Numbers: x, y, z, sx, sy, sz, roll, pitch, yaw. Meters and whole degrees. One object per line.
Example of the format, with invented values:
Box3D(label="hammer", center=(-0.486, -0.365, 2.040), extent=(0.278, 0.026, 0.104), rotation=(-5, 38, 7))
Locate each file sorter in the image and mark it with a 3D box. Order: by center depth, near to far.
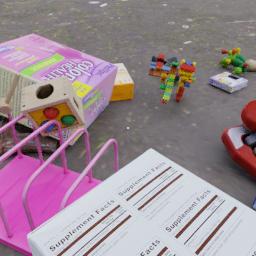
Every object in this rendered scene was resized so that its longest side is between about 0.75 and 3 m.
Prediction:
Box3D(label="file sorter", center=(-1.743, 0.910, 5.233), extent=(2.794, 1.752, 1.942), rotation=(15, 38, 19))

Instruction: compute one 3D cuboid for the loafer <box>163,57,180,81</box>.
Box3D(label="loafer", center=(1.593, -2.183, 10.458), extent=(0.590, 0.595, 1.633), rotation=(-1, 30, 0))

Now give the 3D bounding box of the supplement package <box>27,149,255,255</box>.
Box3D(label="supplement package", center=(0.535, 2.065, 3.060), extent=(1.841, 2.394, 2.504), rotation=(-30, 45, -35))

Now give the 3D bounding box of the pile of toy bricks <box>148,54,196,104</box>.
Box3D(label="pile of toy bricks", center=(1.231, -1.291, 8.313), extent=(1.364, 1.214, 2.459), rotation=(14, 4, 4))

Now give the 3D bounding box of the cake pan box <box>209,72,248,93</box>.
Box3D(label="cake pan box", center=(3.615, -1.659, 10.065), extent=(1.042, 0.272, 0.959), rotation=(-21, 42, -32))

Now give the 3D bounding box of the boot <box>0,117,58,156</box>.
Box3D(label="boot", center=(-2.550, 0.153, 7.366), extent=(1.525, 0.490, 1.421), rotation=(-7, 48, -5))

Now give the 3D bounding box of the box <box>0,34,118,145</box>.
Box3D(label="box", center=(-2.142, -1.237, 7.720), extent=(2.927, 1.415, 2.575), rotation=(23, 32, 6))

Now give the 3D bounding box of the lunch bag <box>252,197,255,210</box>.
Box3D(label="lunch bag", center=(2.873, 1.407, 5.239), extent=(0.581, 0.938, 0.797), rotation=(-10, 36, -13))

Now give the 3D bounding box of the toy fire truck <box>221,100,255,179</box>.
Box3D(label="toy fire truck", center=(3.525, 0.435, 6.457), extent=(2.380, 1.334, 1.999), rotation=(-11, 56, -13))

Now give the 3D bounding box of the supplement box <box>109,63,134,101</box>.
Box3D(label="supplement box", center=(-0.510, -1.617, 9.703), extent=(1.070, 0.624, 1.697), rotation=(-7, 36, -12))

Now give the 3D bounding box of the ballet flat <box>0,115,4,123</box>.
Box3D(label="ballet flat", center=(-4.238, -0.656, 8.267), extent=(2.251, 0.836, 0.836), rotation=(22, 41, 28))

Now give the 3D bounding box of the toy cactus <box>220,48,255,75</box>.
Box3D(label="toy cactus", center=(4.487, -2.641, 11.058), extent=(1.578, 0.978, 1.912), rotation=(11, 28, 0))

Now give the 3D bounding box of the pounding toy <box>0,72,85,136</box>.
Box3D(label="pounding toy", center=(-1.791, -0.414, 5.454), extent=(1.516, 1.332, 0.694), rotation=(-15, 56, 3))
